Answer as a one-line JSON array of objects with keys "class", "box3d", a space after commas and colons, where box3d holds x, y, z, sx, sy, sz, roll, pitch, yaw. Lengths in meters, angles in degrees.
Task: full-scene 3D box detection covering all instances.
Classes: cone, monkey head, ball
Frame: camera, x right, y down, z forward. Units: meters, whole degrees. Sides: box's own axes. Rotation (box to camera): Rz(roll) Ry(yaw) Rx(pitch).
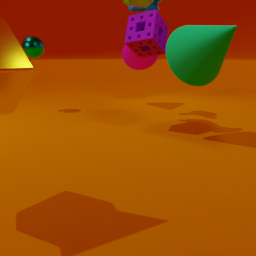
[{"class": "cone", "box3d": [1.804, -1.811, 5.951, 1.501, 1.501, 1.506, -5, -6, -19]}, {"class": "monkey head", "box3d": [0.532, -4.080, 8.660, 1.075, 0.901, 1.495, -13, 39, -14]}, {"class": "cone", "box3d": [0.350, -3.109, 10.308, 1.475, 1.475, 1.481, 3, -10, 12]}, {"class": "ball", "box3d": [-3.238, -2.754, 9.562, 0.745, 0.745, 0.745, 0, 15, 0]}]

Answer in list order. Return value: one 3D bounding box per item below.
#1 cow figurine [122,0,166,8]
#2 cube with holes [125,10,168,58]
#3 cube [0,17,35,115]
[{"class": "cow figurine", "box3d": [0.540, -3.596, 7.193, 1.548, 0.864, 1.574, 18, -2, 9]}, {"class": "cube with holes", "box3d": [0.490, -2.378, 7.166, 0.779, 0.779, 0.779, 0, -15, 31]}, {"class": "cube", "box3d": [-1.723, -0.671, 3.156, 0.838, 0.838, 0.838, -16, -22, -48]}]
